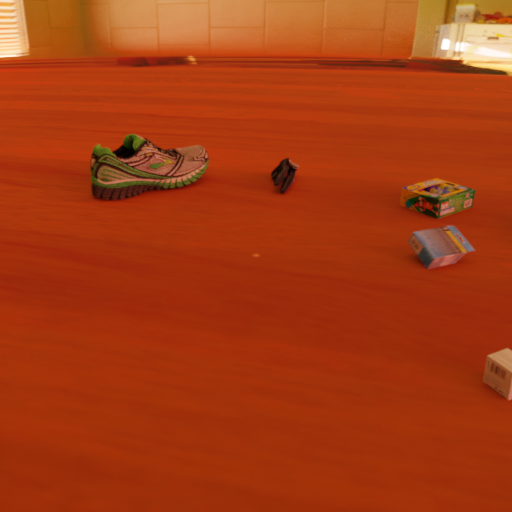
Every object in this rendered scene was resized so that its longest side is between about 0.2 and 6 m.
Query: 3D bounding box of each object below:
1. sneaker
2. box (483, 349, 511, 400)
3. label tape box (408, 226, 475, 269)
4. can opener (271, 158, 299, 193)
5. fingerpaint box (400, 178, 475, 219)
[{"bbox_3d":[-2.412,-2.232,13.203,3.062,1.304,1.195,-19,31,-37],"label":"sneaker"},{"bbox_3d":[2.908,1.362,6.469,0.341,0.398,0.396,-14,28,-22],"label":"box"},{"bbox_3d":[3.188,-0.162,9.657,0.911,0.301,0.653,-9,50,-24],"label":"label tape box"},{"bbox_3d":[0.702,-1.901,13.601,0.532,0.659,1.677,37,25,-13],"label":"can opener"},{"bbox_3d":[3.919,-1.269,12.125,1.230,0.451,1.026,-16,29,-31],"label":"fingerpaint box"}]
